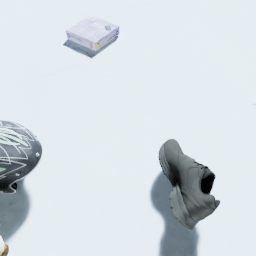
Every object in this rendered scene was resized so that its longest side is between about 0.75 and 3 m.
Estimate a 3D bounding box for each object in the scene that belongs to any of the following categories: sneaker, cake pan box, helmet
[{"bbox_3d":[1.520,1.146,6.872,1.137,0.952,2.506,-39,39,24],"label":"sneaker"},{"bbox_3d":[-1.536,-4.134,12.065,1.780,0.466,1.640,27,53,22],"label":"cake pan box"},{"bbox_3d":[-3.135,0.661,7.016,1.839,1.753,1.839,14,50,-18],"label":"helmet"}]

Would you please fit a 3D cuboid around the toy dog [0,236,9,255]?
[{"bbox_3d":[-3.160,2.259,5.755,1.617,1.128,1.568,28,64,34],"label":"toy dog"}]
